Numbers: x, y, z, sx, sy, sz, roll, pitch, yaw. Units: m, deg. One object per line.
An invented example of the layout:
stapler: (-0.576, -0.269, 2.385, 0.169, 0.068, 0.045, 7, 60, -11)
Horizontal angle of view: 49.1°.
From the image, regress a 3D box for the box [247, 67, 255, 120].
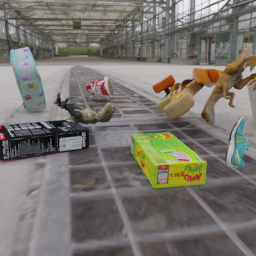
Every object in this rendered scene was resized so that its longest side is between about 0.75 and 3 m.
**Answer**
box: (4.128, -0.818, 6.540, 2.176, 1.353, 1.060, 14, 57, 41)

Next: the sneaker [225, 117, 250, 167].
sneaker: (1.654, 0.214, 4.166, 0.301, 0.756, 0.293, 11, -8, 15)

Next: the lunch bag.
lunch bag: (-3.094, -1.464, 8.679, 0.699, 1.813, 1.454, -17, 51, -19)

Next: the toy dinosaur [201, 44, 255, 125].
toy dinosaur: (2.195, -1.170, 5.719, 0.702, 2.325, 1.235, 39, -10, -18)

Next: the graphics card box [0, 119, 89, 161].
graphics card box: (-1.720, 0.177, 5.474, 1.679, 0.427, 1.053, -8, 17, -31)

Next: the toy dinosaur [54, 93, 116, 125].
toy dinosaur: (-1.219, -0.377, 6.525, 0.956, 0.515, 2.170, 38, -24, -32)

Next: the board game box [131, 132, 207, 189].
board game box: (0.573, 0.457, 4.563, 0.766, 0.359, 1.508, -2, 16, -11)

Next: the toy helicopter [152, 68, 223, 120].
toy helicopter: (1.469, -0.836, 6.787, 1.848, 1.102, 2.795, -29, 9, 23)

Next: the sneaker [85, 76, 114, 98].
sneaker: (-1.122, -1.498, 10.822, 1.017, 0.644, 1.808, -19, 20, 0)
